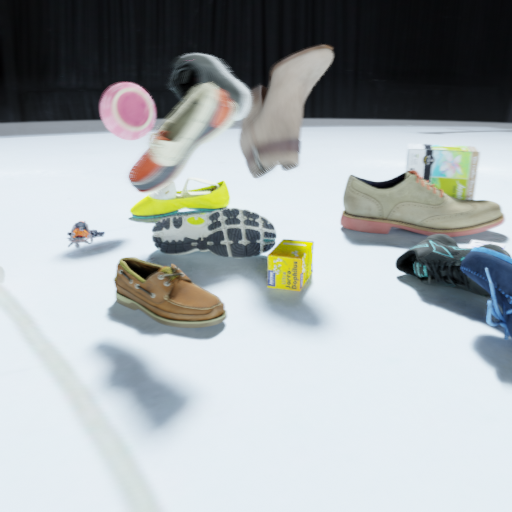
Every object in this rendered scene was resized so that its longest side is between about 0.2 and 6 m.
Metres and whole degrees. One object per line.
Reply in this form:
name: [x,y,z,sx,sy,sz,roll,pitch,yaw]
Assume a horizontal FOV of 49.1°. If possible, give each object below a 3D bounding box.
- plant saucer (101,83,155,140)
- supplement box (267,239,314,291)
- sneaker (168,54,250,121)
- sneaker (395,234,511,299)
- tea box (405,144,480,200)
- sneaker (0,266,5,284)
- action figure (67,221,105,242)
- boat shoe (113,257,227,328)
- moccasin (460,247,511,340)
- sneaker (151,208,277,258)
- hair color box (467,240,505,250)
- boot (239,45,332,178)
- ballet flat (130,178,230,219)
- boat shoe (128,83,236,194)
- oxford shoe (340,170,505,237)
plant saucer: [-3.114,-3.592,13.860,1.403,1.403,0.356,-12,8,-33]
supplement box: [0.629,0.143,10.029,0.611,0.607,1.115,5,18,16]
sneaker: [-1.447,-4.111,12.734,1.466,1.045,2.956,10,27,-45]
sneaker: [3.337,0.274,9.467,1.004,0.955,2.533,-16,13,-14]
tea box: [4.770,-1.951,14.633,1.754,1.783,1.192,4,18,13]
sneaker: [-5.064,0.503,8.266,1.305,0.983,2.791,3,14,27]
action figure: [-3.844,-0.583,12.652,0.829,0.434,0.802,-5,27,-18]
boat shoe: [-1.409,0.527,8.617,2.163,0.735,0.778,11,21,30]
moccasin: [3.563,0.756,7.138,1.168,0.990,2.904,27,10,-27]
sneaker: [-0.845,-0.542,11.690,2.622,1.016,1.044,3,9,10]
hair color box: [4.360,0.033,10.783,0.629,0.373,1.151,10,22,30]
boot: [0.661,-2.909,11.954,0.986,2.053,2.808,4,-16,-38]
ballet flat: [-2.008,-1.610,14.937,2.750,0.922,0.919,-7,27,-21]
boat shoe: [-1.274,-1.802,8.694,0.670,2.140,0.762,24,34,-56]
oxford shoe: [3.904,-1.262,13.083,3.786,1.416,1.334,1,18,3]
